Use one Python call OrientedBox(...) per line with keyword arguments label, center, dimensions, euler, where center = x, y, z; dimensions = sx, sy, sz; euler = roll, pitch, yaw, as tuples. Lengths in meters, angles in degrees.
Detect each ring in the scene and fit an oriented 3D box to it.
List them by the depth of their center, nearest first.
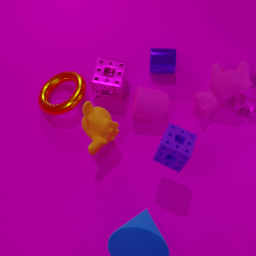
OrientedBox(label="ring", center=(-2.055, -1.107, 8.714), dimensions=(1.643, 0.329, 1.643), euler=(-10, 56, 16))

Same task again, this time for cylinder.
OrientedBox(label="cylinder", center=(0.646, -0.711, 8.369), dimensions=(0.916, 0.916, 0.916), euler=(11, 65, -7))
OrientedBox(label="cylinder", center=(1.128, -2.211, 9.209), dimensions=(0.824, 0.824, 0.824), euler=(2, 65, 1))

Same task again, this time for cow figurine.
OrientedBox(label="cow figurine", center=(2.789, -1.093, 8.275), dimensions=(1.640, 0.900, 1.614), euler=(2, 90, 29))

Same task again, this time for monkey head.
OrientedBox(label="monkey head", center=(-0.897, 0.060, 7.622), dimensions=(1.014, 1.682, 1.210), euler=(33, 67, 18))

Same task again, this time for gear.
OrientedBox(label="gear", center=(4.025, -1.247, 8.865), dimensions=(1.874, 0.347, 1.874), euler=(-3, 67, 8))

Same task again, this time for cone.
OrientedBox(label="cone", center=(0.358, 2.482, 6.935), dimensions=(1.417, 1.417, 1.423), euler=(13, 26, 6))

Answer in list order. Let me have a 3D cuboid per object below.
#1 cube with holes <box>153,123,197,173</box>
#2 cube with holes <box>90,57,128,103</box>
OrientedBox(label="cube with holes", center=(1.103, 0.465, 6.605), dimensions=(0.703, 0.703, 0.703), euler=(25, 50, 4))
OrientedBox(label="cube with holes", center=(-0.559, -1.484, 8.803), dimensions=(0.942, 0.942, 0.942), euler=(10, 65, 5))
